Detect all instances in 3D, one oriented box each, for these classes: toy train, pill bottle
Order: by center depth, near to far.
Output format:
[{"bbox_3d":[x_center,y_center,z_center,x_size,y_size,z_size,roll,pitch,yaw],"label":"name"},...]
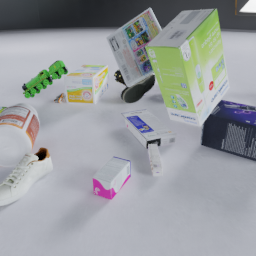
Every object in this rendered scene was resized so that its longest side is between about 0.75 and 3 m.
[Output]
[{"bbox_3d":[-3.809,0.083,9.509,1.438,1.438,2.564,-3,25,-7],"label":"pill bottle"},{"bbox_3d":[-3.294,-1.889,10.925,2.222,0.626,0.464,-29,5,18],"label":"toy train"}]

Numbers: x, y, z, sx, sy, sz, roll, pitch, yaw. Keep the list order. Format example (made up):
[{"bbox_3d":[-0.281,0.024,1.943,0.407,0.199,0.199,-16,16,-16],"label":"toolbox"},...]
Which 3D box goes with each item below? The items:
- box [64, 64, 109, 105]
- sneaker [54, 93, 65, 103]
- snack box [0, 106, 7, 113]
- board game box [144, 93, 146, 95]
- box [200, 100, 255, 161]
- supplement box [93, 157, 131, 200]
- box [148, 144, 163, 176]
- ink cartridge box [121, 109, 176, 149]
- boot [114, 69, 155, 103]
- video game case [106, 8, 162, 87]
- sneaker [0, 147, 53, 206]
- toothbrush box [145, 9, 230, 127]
[{"bbox_3d":[-2.062,-2.335,14.588,1.544,1.391,2.745,4,26,11],"label":"box"},{"bbox_3d":[-3.442,-1.527,14.142,0.359,0.364,0.930,-2,26,7],"label":"sneaker"},{"bbox_3d":[-5.614,-0.114,10.778,1.807,0.673,2.541,4,26,9],"label":"snack box"},{"bbox_3d":[0.405,-2.012,15.314,0.984,0.202,0.981,-2,26,-5],"label":"board game box"},{"bbox_3d":[4.014,0.050,9.755,2.415,1.260,1.787,17,31,30],"label":"box"},{"bbox_3d":[-0.425,1.363,7.788,0.598,0.586,1.158,12,28,23],"label":"supplement box"},{"bbox_3d":[0.854,0.988,8.911,0.315,0.294,1.518,-1,25,-2],"label":"box"},{"bbox_3d":[0.719,-0.044,10.905,1.207,0.473,2.548,-10,30,-19],"label":"ink cartridge box"},{"bbox_3d":[-0.033,-2.278,14.626,2.010,0.961,2.662,23,43,29],"label":"boot"},{"bbox_3d":[0.364,-2.552,8.951,1.749,1.921,0.228,-28,-15,20],"label":"video game case"},{"bbox_3d":[-2.969,1.217,7.748,0.780,0.907,2.142,12,29,20],"label":"sneaker"},{"bbox_3d":[1.648,-1.525,7.245,1.026,2.384,1.736,18,55,41],"label":"toothbrush box"}]
